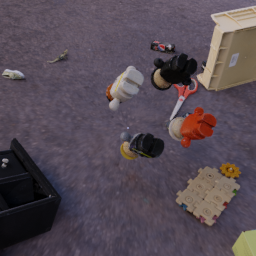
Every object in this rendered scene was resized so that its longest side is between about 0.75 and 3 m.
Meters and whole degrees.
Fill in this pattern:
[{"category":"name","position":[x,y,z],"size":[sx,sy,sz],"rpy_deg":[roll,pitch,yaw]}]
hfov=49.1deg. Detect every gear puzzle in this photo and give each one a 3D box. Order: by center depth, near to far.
[{"category":"gear puzzle","position":[2.388,1.688,7.887],"size":[1.210,0.306,2.335],"rpy_deg":[31,50,30]}]

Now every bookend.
[{"category":"bookend","position":[-3.418,1.553,6.642],"size":[2.555,1.184,2.571],"rpy_deg":[-6,37,-46]}]

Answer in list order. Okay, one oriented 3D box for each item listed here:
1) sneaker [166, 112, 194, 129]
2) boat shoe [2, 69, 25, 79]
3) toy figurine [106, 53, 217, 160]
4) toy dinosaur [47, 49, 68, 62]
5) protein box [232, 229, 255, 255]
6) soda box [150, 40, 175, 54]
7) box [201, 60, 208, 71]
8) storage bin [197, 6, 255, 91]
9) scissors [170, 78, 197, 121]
[{"category":"sneaker","position":[1.911,-0.270,9.623],"size":[1.326,0.537,0.490],"rpy_deg":[-15,47,-15]},{"category":"boat shoe","position":[-4.799,-2.193,11.731],"size":[1.047,0.377,0.325],"rpy_deg":[13,62,25]},{"category":"toy figurine","position":[0.656,-0.445,6.504],"size":[2.176,1.538,2.211],"rpy_deg":[-22,93,-19]},{"category":"toy dinosaur","position":[-3.079,-3.213,12.762],"size":[0.527,0.284,1.196],"rpy_deg":[18,46,37]},{"category":"protein box","position":[2.889,2.875,6.209],"size":[0.620,0.919,0.912],"rpy_deg":[-6,45,-6]},{"category":"soda box","position":[1.660,-3.858,13.338],"size":[1.126,0.357,0.399],"rpy_deg":[16,47,16]},{"category":"box","position":[4.154,-2.472,11.735],"size":[1.681,0.366,1.347],"rpy_deg":[-16,48,-15]},{"category":"storage bin","position":[4.201,-3.030,10.888],"size":[2.664,2.684,1.258],"rpy_deg":[-16,49,-15]},{"category":"scissors","position":[2.161,-1.141,10.737],"size":[0.976,0.186,2.668],"rpy_deg":[9,44,6]}]
